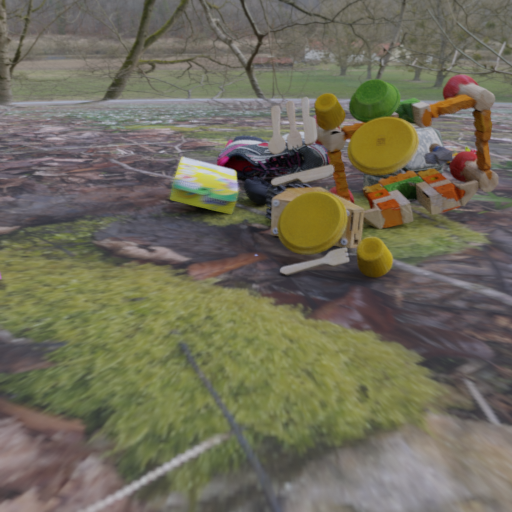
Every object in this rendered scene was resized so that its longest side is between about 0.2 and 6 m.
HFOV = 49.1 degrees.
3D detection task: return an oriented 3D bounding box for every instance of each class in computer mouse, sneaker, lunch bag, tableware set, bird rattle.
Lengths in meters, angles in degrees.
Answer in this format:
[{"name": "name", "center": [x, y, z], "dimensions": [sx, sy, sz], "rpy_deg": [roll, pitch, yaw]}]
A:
[{"name": "computer mouse", "center": [0.053, -1.586, 13.548], "dimensions": [0.713, 0.414, 2.432], "rpy_deg": [23, 13, -2]}, {"name": "sneaker", "center": [0.483, -2.513, 15.089], "dimensions": [3.165, 1.276, 1.182], "rpy_deg": [0, 34, 22]}, {"name": "lunch bag", "center": [3.571, -2.249, 13.473], "dimensions": [1.928, 1.617, 1.343], "rpy_deg": [-14, 24, -34]}, {"name": "tableware set", "center": [1.506, -1.340, 9.343], "dimensions": [2.498, 0.569, 3.708], "rpy_deg": [-12, 59, 16]}, {"name": "bird rattle", "center": [6.439, -3.114, 17.597], "dimensions": [0.930, 0.643, 1.141], "rpy_deg": [-10, 11, 24]}]

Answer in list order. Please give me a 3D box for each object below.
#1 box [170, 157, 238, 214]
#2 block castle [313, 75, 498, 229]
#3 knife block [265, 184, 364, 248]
[{"name": "box", "center": [-1.147, -1.583, 12.663], "dimensions": [1.414, 0.583, 2.410], "rpy_deg": [13, 18, -8]}, {"name": "block castle", "center": [2.912, -2.044, 11.176], "dimensions": [3.411, 2.280, 1.600], "rpy_deg": [-15, 25, 1]}, {"name": "knife block", "center": [1.173, -0.919, 10.980], "dimensions": [2.294, 0.734, 2.014], "rpy_deg": [10, 22, 23]}]
